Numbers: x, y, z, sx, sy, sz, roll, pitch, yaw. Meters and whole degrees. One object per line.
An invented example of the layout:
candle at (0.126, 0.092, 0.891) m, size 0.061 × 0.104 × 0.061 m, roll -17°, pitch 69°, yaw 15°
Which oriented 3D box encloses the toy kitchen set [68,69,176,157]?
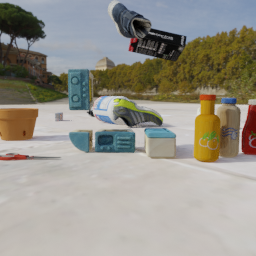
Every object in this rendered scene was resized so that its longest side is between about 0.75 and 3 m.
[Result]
toy kitchen set at (-0.174, -0.383, 6.389) m, size 2.375 × 1.903 × 1.399 m, roll 0°, pitch 5°, yaw 0°

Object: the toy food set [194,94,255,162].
toy food set at (2.864, -0.012, 5.676) m, size 2.939 × 1.323 × 1.403 m, roll 2°, pitch 7°, yaw 15°

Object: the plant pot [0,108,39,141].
plant pot at (-3.428, -0.134, 8.584) m, size 1.335 × 0.934 × 1.335 m, roll 1°, pitch 7°, yaw 0°

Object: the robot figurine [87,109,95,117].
robot figurine at (-2.276, -0.973, 18.148) m, size 0.531 × 0.640 × 0.851 m, roll -47°, pitch 26°, yaw -18°

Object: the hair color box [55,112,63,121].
hair color box at (-3.740, -0.612, 15.212) m, size 0.260 × 0.429 × 0.858 m, roll 0°, pitch 7°, yaw -1°

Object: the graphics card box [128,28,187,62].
graphics card box at (1.325, -3.923, 13.089) m, size 2.463 × 0.626 × 1.545 m, roll 12°, pitch -14°, yaw -3°

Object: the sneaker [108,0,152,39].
sneaker at (0.241, -3.352, 9.497) m, size 1.407 × 0.740 × 1.947 m, roll 39°, pitch 7°, yaw 23°

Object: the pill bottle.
pill bottle at (-0.584, -0.858, 13.425) m, size 1.333 × 1.333 × 2.375 m, roll -4°, pitch 9°, yaw -35°

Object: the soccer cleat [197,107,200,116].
soccer cleat at (4.686, -1.024, 17.919) m, size 0.589 × 0.659 × 1.700 m, roll 1°, pitch 7°, yaw 7°

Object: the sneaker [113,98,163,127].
sneaker at (0.383, -0.459, 12.076) m, size 2.430 × 0.984 × 0.898 m, roll 18°, pitch -7°, yaw -18°

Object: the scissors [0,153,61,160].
scissors at (-2.067, 0.621, 5.743) m, size 1.344 × 0.094 × 0.492 m, roll 3°, pitch 5°, yaw 18°
